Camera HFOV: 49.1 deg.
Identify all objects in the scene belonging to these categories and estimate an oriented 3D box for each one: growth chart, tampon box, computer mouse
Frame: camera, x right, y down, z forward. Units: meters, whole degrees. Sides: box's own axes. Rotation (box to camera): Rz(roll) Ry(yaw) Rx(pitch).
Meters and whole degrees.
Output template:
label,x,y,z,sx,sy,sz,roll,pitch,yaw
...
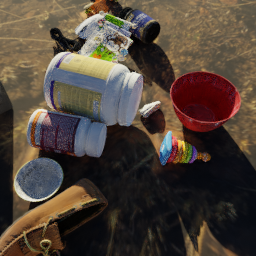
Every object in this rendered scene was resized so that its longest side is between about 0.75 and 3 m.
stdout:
label,x,y,z,sx,sy,sz,roll,pitch,yaw
growth chart,-0.822,-3.136,10.581,1.997,0.245,2.760,22,73,17
tampon box,-5.200,-1.360,8.874,1.775,1.495,2.368,-36,62,-23
computer mouse,-1.602,-4.047,11.353,2.845,0.624,1.560,-34,60,-22

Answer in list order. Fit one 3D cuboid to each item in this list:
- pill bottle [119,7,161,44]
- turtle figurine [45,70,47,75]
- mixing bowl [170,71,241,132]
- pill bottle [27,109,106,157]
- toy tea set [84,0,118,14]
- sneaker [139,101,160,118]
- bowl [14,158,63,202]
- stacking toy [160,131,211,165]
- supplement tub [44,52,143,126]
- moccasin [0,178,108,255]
label,x,y,z,sx,sy,sz,roll,pitch,yaw
pill bottle,0.428,-4.173,11.256,0.934,0.934,1.669,-35,61,-22
turtle figurine,-2.555,-1.958,10.035,0.783,0.313,0.971,9,55,6
mixing bowl,2.248,-0.649,8.602,2.039,1.104,2.039,0,55,0
pill bottle,-1.697,0.179,7.981,2.006,1.145,1.145,11,55,8
toy tea set,-0.978,-5.525,12.548,1.969,0.729,1.171,-45,36,-24
sneaker,0.719,-0.674,9.137,0.800,0.306,0.322,-33,51,-23
bowl,-2.287,1.460,7.398,1.237,0.581,1.237,0,53,0
stacking toy,1.658,0.703,7.945,1.412,0.775,0.820,12,47,-5
supplement tub,-0.989,-1.138,8.477,2.559,1.860,1.860,16,56,11
moccasin,-1.773,2.412,6.505,2.936,1.074,1.133,-29,50,-30
